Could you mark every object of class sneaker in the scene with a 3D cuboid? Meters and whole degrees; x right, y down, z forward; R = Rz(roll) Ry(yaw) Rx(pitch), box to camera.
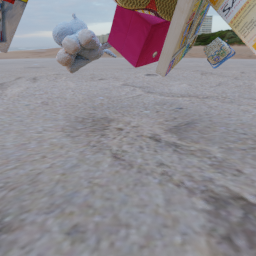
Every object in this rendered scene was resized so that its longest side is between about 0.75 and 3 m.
[{"bbox_3d":[0.639,-3.676,8.034,2.308,0.865,1.040,7,25,-24],"label":"sneaker"}]

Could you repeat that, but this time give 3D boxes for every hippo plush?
[{"bbox_3d":[-1.891,-3.550,10.762,2.416,1.942,1.924,-26,-17,-14],"label":"hippo plush"}]

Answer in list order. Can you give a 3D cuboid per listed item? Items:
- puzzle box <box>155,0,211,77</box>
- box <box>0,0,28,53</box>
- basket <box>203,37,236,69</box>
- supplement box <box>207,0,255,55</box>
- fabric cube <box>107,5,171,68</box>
[{"bbox_3d":[1.580,-2.738,7.254,0.337,2.650,1.763,35,58,13],"label":"puzzle box"},{"bbox_3d":[-2.485,-2.114,4.553,1.439,0.397,2.107,5,-25,-35],"label":"box"},{"bbox_3d":[2.548,-2.071,7.880,0.831,0.733,0.578,20,41,-46],"label":"basket"},{"bbox_3d":[2.890,-2.547,5.797,0.891,1.527,2.424,14,41,-33],"label":"supplement box"},{"bbox_3d":[0.543,-3.384,9.660,1.649,1.676,1.681,-27,64,-37],"label":"fabric cube"}]
